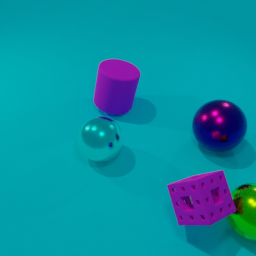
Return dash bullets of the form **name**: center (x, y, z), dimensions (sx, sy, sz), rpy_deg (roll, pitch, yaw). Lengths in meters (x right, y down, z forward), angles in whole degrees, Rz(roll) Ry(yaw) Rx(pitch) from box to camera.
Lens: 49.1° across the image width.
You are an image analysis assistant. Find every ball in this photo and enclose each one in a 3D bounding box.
- **ball**: center (-0.709, 0.283, 7.158), dimensions (1.163, 1.163, 1.163), rpy_deg (0, 45, 0)
- **ball**: center (2.391, -0.061, 7.362), dimensions (1.381, 1.381, 1.381), rpy_deg (0, 45, 0)
- **ball**: center (2.603, 1.718, 5.777), dimensions (1.152, 1.152, 1.152), rpy_deg (0, 45, 0)

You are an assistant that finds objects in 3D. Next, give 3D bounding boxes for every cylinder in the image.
- **cylinder**: center (-0.357, -1.255, 8.514), dimensions (1.244, 1.244, 1.244), rpy_deg (9, 39, -8)

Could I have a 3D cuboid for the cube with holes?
- **cube with holes**: center (1.458, 1.397, 5.606), dimensions (0.830, 0.830, 0.830), rpy_deg (-9, 79, -36)
